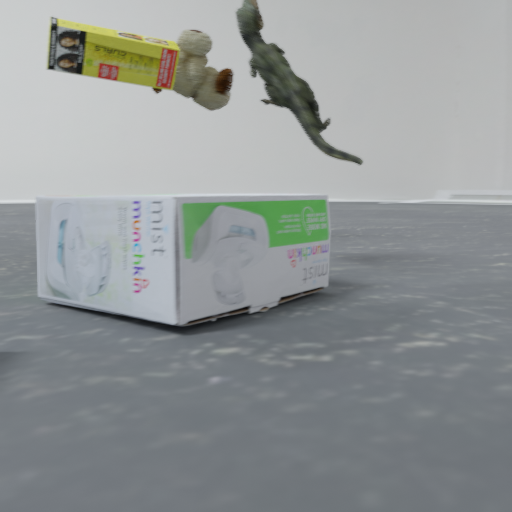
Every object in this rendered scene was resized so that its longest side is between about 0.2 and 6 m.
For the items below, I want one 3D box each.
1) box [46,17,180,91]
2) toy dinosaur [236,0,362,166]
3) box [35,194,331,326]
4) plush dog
[{"bbox_3d":[-2.799,-3.931,10.994,2.444,0.920,0.612,4,34,-24],"label":"box"},{"bbox_3d":[0.578,-2.490,8.789,0.764,3.220,1.419,-35,-8,4],"label":"toy dinosaur"},{"bbox_3d":[-0.791,-0.094,6.666,2.344,1.284,2.656,4,7,39],"label":"box"},{"bbox_3d":[-1.329,-3.989,12.853,1.629,1.521,1.896,32,-11,-12],"label":"plush dog"}]
